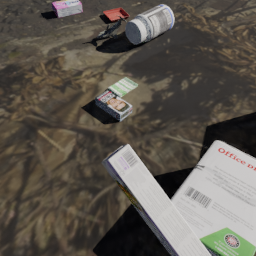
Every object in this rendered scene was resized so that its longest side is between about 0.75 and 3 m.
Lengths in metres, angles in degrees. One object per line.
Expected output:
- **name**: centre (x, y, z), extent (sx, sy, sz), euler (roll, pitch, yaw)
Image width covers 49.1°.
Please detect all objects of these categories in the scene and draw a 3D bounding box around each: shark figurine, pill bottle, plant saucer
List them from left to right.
- **shark figurine**: centre (-0.563, -4.380, 12.569), extent (0.649, 1.554, 0.929), euler (59, 30, -1)
- **plant saucer**: centre (-0.577, -5.657, 14.073), extent (1.031, 0.189, 1.029), euler (-21, 51, -17)
- **pill bottle**: centre (0.957, -4.560, 12.407), extent (2.089, 1.188, 1.188), euler (-35, 57, -27)

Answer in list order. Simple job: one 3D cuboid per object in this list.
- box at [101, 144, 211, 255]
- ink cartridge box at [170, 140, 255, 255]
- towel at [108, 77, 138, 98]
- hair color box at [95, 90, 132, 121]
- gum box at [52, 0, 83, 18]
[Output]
- **box**: centre (0.495, 1.455, 5.057), extent (0.529, 0.494, 2.554), euler (-38, 93, -22)
- **ink cartridge box**: centre (2.246, 1.830, 6.662), extent (1.952, 1.127, 2.672), euler (31, 55, 25)
- **towel**: centre (-0.186, -1.531, 10.398), extent (0.722, 0.111, 0.947), euler (36, 57, 29)
- **hair color box**: centre (-0.493, -0.781, 9.545), extent (1.207, 0.366, 0.598), euler (35, 56, 26)
- **gum box**: centre (-3.133, -6.151, 14.321), extent (1.404, 0.464, 0.797), euler (-21, 52, -18)
